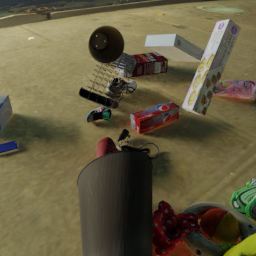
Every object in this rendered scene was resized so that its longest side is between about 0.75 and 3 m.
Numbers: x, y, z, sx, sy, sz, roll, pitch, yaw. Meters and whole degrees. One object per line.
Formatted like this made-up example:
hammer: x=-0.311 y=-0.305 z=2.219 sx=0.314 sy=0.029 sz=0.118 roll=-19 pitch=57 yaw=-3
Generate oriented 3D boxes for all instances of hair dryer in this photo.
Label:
hair dryer: x=-0.201 y=0.811 z=9.655 sx=1.836 sy=0.655 sz=2.411 roll=27 pitch=44 yaw=32

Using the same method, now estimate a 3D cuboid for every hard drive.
hard drive: x=-4.477 y=0.722 z=10.260 sx=0.816 sy=0.104 sz=0.538 roll=-15 pitch=37 yaw=-20

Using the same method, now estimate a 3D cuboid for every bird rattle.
bird rattle: x=1.952 y=2.641 z=6.792 sx=2.917 sy=1.643 sz=2.378 roll=14 pitch=22 yaw=40

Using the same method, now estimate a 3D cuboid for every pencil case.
pencil case: x=5.000 y=-1.854 z=13.314 sx=2.134 sy=0.933 sz=0.933 roll=6 pitch=35 yaw=9

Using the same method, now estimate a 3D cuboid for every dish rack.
dish rack: x=-0.852 y=-2.320 z=12.882 sx=2.079 sy=2.710 sz=0.739 roll=23 pitch=-3 yaw=29

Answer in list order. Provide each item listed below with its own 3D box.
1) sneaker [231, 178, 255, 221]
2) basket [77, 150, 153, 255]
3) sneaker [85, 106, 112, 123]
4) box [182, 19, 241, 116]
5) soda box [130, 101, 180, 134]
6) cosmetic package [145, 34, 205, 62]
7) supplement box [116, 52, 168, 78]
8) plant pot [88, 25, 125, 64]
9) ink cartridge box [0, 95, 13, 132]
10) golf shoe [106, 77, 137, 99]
sneaker: x=4.115 y=1.692 z=7.979 sx=2.895 sy=1.130 sz=1.233 roll=-12 pitch=17 yaw=-31
basket: x=-0.272 y=2.152 z=6.710 sx=2.307 sy=1.740 sz=2.559 roll=-35 pitch=35 yaw=22
sneaker: x=-1.132 y=-0.499 z=11.708 sx=0.767 sy=0.531 sz=1.270 roll=14 pitch=35 yaw=36
box: x=2.480 y=-1.777 z=8.387 sx=0.550 sy=2.845 sz=0.590 roll=21 pitch=3 yaw=-29
soda box: x=1.127 y=-0.466 z=11.504 sx=2.042 sy=0.648 sz=0.715 roll=-21 pitch=39 yaw=-26
cosmetic package: x=2.193 y=-3.672 z=12.988 sx=2.318 sy=0.599 sz=1.748 roll=10 pitch=3 yaw=-44
supplement box: x=0.769 y=-3.627 z=15.970 sx=2.660 sy=0.810 sz=1.448 roll=-11 pitch=36 yaw=-18
plant pot: x=-0.944 y=-3.216 z=10.584 sx=1.329 sy=1.329 sz=1.419 roll=-9 pitch=25 yaw=-13
ink cartridge box: x=-6.395 y=-0.608 z=11.476 sx=2.717 sy=0.922 sz=1.576 roll=-1 pitch=34 yaw=-2
golf shoe: x=-0.254 y=-2.105 z=13.692 sx=0.746 sy=0.906 sz=1.918 roll=26 pitch=41 yaw=34
